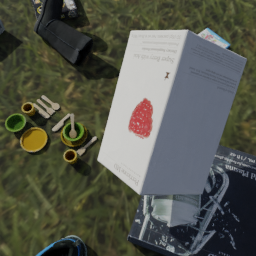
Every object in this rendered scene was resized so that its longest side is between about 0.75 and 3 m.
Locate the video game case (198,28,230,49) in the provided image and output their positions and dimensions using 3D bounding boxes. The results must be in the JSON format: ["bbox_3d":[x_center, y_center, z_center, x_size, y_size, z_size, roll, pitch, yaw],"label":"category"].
[{"bbox_3d":[2.653,-2.784,9.725,1.497,0.133,1.072,-38,69,-17],"label":"video game case"}]

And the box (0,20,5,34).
[{"bbox_3d":[-5.220,-3.570,9.828,1.205,0.632,1.108,30,68,13],"label":"box"}]

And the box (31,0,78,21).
[{"bbox_3d":[-2.845,-4.763,10.519,1.485,0.452,1.842,-16,65,-11],"label":"box"}]

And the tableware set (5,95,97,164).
[{"bbox_3d":[-2.308,0.093,8.177,2.511,0.385,1.691,38,70,16],"label":"tableware set"}]

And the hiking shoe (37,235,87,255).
[{"bbox_3d":[-2.162,3.387,6.094,1.036,1.207,2.785,41,71,18],"label":"hiking shoe"}]

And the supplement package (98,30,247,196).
[{"bbox_3d":[0.650,-0.249,4.713,1.418,1.436,2.368,9,100,-35],"label":"supplement package"}]

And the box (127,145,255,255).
[{"bbox_3d":[1.656,1.794,6.657,2.677,1.659,2.632,17,67,8],"label":"box"}]

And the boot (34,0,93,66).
[{"bbox_3d":[-2.015,-3.365,9.297,2.175,1.793,0.714,41,27,21],"label":"boot"}]
